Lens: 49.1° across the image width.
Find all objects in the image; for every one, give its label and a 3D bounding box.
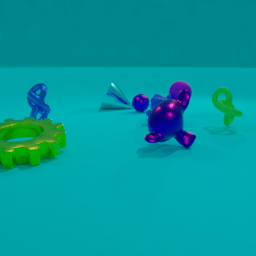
[{"bbox_3d":[-0.321,-1.107,11.727,1.323,1.318,1.318,26,13,-5],"label":"cone"},{"bbox_3d":[1.867,-1.270,10.001,0.819,0.819,0.819,0,13,0],"label":"ball"},{"bbox_3d":[-2.335,0.244,6.082,1.923,0.356,1.923,2,22,-1],"label":"gear"},{"bbox_3d":[2.931,-0.586,8.237,0.547,1.183,1.107,-26,12,11],"label":"knot shape"},{"bbox_3d":[1.279,-0.626,9.275,1.548,0.850,1.523,32,23,35],"label":"cow figurine"},{"bbox_3d":[1.027,-0.070,6.371,1.132,0.948,1.574,32,71,20],"label":"monkey head"},{"bbox_3d":[-2.742,-0.812,8.538,0.611,1.238,1.323,-6,-30,-21],"label":"knot shape"},{"bbox_3d":[0.503,-0.996,11.064,0.713,0.713,0.713,0,13,0],"label":"ball"}]
